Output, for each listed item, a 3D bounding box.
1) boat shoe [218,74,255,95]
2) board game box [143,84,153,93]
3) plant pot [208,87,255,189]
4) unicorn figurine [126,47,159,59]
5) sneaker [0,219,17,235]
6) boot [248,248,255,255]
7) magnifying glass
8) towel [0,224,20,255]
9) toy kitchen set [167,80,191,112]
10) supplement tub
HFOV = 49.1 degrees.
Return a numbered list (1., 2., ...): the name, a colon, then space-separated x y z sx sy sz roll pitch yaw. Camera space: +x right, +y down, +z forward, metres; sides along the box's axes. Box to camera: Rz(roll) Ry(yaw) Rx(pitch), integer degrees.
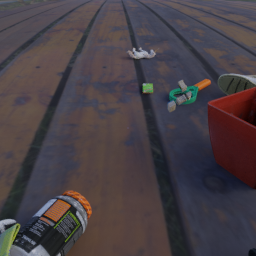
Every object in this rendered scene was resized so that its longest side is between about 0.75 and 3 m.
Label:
1. boat shoe: 4.777 -1.563 10.902 2.571 0.961 0.879 19 33 10
2. board game box: 0.830 -1.650 11.739 0.420 0.132 0.879 1 29 3
3. plant pot: 3.246 0.291 6.949 1.987 1.753 1.989 -18 35 -27
4. unicorn figurine: 0.795 -4.112 15.493 1.554 0.574 1.067 -25 47 -12
5. sneaker: -2.848 2.101 5.163 1.559 0.586 0.632 -23 30 -34
6. boot: 2.682 2.478 4.622 0.934 0.422 1.139 -8 39 -9
7. magnifying glass: 2.622 -1.521 11.432 1.013 0.285 2.545 25 41 35
8. towel: -2.256 2.255 4.412 1.422 0.162 1.021 -42 27 14
9. toy kitchen set: 1.409 -0.941 8.227 0.753 0.443 0.603 -28 71 -3
10. supplement tub: -1.367 1.888 5.122 0.912 0.912 1.489 15 34 23
